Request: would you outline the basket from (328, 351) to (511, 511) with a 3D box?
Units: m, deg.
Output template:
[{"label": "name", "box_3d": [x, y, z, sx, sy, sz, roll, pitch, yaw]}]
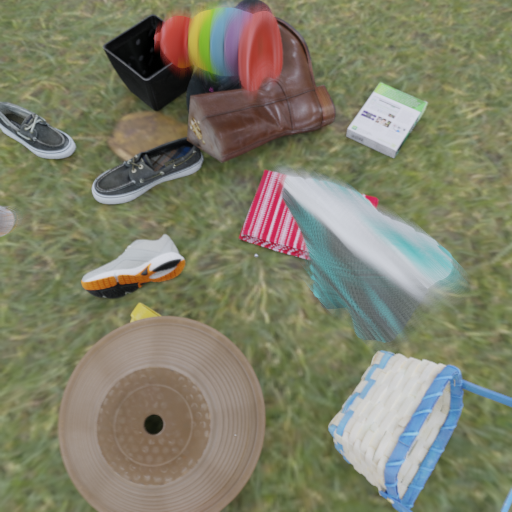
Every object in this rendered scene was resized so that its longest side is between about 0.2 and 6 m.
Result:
[{"label": "basket", "box_3d": [2.503, 2.589, 7.905, 2.483, 1.727, 2.189, 23, 62, 41]}]

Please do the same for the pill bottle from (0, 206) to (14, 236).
[{"label": "pill bottle", "box_3d": [-4.083, -0.610, 8.412, 0.461, 0.793, 0.461, -5, 74, 17]}]

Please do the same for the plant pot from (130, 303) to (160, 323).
[{"label": "plant pot", "box_3d": [-1.820, 1.316, 9.300, 0.818, 0.818, 0.769, 31, 81, 15]}]

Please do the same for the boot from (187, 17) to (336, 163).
[{"label": "boot", "box_3d": [-0.250, -3.420, 11.304, 3.074, 0.987, 2.865, -23, 73, -22]}]

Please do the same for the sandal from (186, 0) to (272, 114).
[{"label": "sandal", "box_3d": [-0.635, -3.996, 11.434, 1.120, 0.713, 2.980, 22, 85, 9]}]

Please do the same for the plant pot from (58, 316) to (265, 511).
[{"label": "plant pot", "box_3d": [-1.377, 2.335, 7.940, 3.089, 1.426, 3.089, 0, 77, -1]}]

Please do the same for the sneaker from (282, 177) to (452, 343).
[{"label": "sneaker", "box_3d": [0.963, -0.043, 6.712, 1.130, 1.329, 2.914, 11, 21, -26]}]

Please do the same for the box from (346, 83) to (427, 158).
[{"label": "box", "box_3d": [2.764, -2.881, 11.825, 1.134, 0.286, 1.571, 29, 67, 15]}]

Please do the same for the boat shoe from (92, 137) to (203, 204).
[{"label": "boat shoe", "box_3d": [-2.152, -1.744, 10.983, 2.293, 0.649, 0.787, -24, 65, -13]}]

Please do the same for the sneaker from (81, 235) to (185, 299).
[{"label": "sneaker", "box_3d": [-2.239, 0.155, 10.034, 1.804, 0.683, 0.830, -16, 55, -17]}]

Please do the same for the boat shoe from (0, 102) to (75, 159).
[{"label": "boat shoe", "box_3d": [-4.582, -2.562, 11.421, 1.868, 0.662, 0.673, 23, 64, 12]}]

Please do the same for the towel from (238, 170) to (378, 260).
[{"label": "towel", "box_3d": [1.040, -0.716, 10.658, 2.377, 0.267, 1.719, 16, 62, 9]}]

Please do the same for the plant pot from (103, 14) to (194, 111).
[{"label": "plant pot", "box_3d": [-2.149, -3.968, 11.857, 1.399, 1.244, 1.403, 40, 69, 19]}]

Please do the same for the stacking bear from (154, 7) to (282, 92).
[{"label": "stacking bear", "box_3d": [-0.732, -3.601, 9.513, 2.040, 1.160, 1.239, 15, 38, 25]}]
